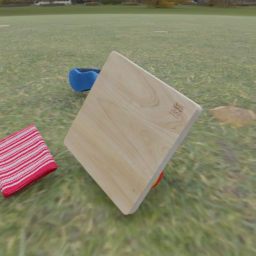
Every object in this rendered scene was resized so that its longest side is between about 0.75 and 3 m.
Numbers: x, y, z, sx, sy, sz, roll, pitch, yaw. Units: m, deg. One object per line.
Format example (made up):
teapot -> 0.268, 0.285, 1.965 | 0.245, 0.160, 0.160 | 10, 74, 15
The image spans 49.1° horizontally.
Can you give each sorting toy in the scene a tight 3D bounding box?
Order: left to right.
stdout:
sorting toy -> 0.056, 0.041, 5.599 | 2.310, 2.296, 0.804 | 41, 17, 35

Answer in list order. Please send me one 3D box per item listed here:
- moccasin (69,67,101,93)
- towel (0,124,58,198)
moccasin -> -1.400, -1.740, 10.355 | 0.843, 0.995, 2.473 | -16, 23, -33
towel -> -2.375, 0.648, 6.196 | 1.206, 0.188, 1.668 | -29, 48, -16
